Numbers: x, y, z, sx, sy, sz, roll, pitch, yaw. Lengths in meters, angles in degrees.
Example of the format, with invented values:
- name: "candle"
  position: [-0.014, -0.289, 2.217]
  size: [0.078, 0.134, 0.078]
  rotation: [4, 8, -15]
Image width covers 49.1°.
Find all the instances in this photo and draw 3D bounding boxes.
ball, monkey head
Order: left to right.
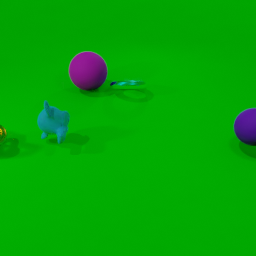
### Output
- name: "monkey head"
  position: [-2.020, -0.059, 7.518]
  size: [0.829, 1.376, 0.990]
  rotation: [9, 45, -13]
- name: "ball"
  position: [-1.437, -2.054, 10.157]
  size: [1.391, 1.391, 1.391]
  rotation: [0, 37, 0]
- name: "ball"
  position: [3.294, -0.026, 7.326]
  size: [0.990, 0.990, 0.990]
  rotation: [0, 37, 0]

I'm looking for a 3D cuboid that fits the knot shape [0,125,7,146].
- name: "knot shape"
  position: [-3.976, 0.015, 7.441]
  size: [1.211, 1.294, 0.598]
  rotation: [21, 85, 32]

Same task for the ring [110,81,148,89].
- name: "ring"
  position: [0.039, -1.534, 10.014]
  size: [1.385, 0.277, 1.385]
  rotation: [0, 8, 0]
